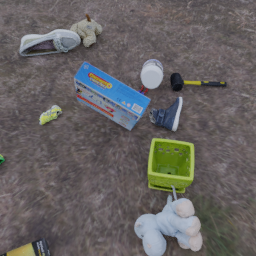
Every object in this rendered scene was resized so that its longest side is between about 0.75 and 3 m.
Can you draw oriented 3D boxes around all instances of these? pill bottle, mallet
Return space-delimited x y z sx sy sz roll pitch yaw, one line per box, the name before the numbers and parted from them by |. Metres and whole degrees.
pill bottle | 1.017 -2.271 11.815 0.934 0.934 1.641 5 27 4
mallet | 3.098 -2.084 12.480 2.516 0.518 0.829 -3 48 -9

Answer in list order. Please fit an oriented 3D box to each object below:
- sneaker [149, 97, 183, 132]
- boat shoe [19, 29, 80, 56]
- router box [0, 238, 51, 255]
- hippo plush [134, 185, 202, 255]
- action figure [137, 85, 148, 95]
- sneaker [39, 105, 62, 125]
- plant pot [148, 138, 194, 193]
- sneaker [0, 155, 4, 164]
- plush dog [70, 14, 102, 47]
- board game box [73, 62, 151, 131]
sneaker | 1.523 -0.720 11.234 1.201 0.632 1.662 15 55 8
boat shoe | -3.785 -4.030 13.605 2.957 1.090 0.948 -3 58 3
router box | -2.705 4.094 7.579 1.360 0.452 1.729 -19 54 -14
hippo plush | 1.003 2.704 7.962 1.600 1.585 1.990 -15 54 -12
action figure | 0.362 -1.470 11.877 0.399 0.605 1.223 32 61 23
sneaker | -3.099 -0.502 11.216 0.414 0.409 1.084 30 59 22
plant pot | 1.366 1.318 9.234 1.412 1.281 1.405 7 52 6
sneaker | -4.811 1.374 9.730 0.487 0.432 1.165 22 55 21
plush dog | -2.345 -5.032 14.362 1.464 1.367 1.704 -4 48 27
board game box | -0.625 -0.995 9.876 2.465 2.413 0.689 30 77 -1
